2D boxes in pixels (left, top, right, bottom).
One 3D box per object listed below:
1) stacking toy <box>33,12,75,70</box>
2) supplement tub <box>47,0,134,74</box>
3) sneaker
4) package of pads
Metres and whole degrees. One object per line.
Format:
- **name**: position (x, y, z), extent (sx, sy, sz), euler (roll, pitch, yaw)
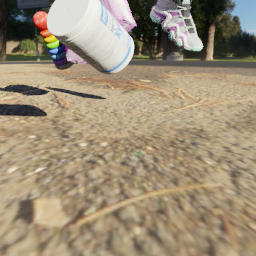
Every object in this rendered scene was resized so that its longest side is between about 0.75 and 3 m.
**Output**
- **stacking toy**: position (-2.707, -3.199, 10.163), extent (0.922, 2.160, 0.922), euler (-12, 48, 13)
- **supplement tub**: position (-0.683, -1.861, 5.621), extent (1.061, 1.061, 1.608), euler (11, -10, 32)
- **sneaker**: position (1.629, -3.362, 8.171), extent (0.826, 1.486, 2.125), euler (-25, 66, -41)
- **package of pads**: position (-1.124, -3.502, 9.421), extent (2.712, 1.634, 1.026), euler (-26, -15, 35)
